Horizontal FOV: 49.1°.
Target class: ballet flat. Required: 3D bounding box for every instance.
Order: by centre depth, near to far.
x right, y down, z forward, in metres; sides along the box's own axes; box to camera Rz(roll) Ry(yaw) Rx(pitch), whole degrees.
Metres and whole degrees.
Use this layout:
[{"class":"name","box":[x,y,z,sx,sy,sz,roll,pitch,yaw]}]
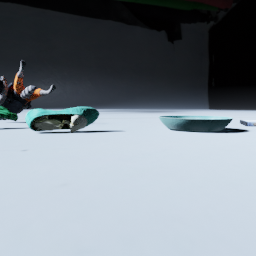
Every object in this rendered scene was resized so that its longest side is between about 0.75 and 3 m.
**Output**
[{"class":"ballet flat","box":[-1.463,-0.132,6.408,1.682,0.566,0.592,-2,40,-15]}]

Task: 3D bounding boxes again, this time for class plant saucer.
[{"class":"plant saucer","box":[1.674,-0.124,7.036,1.822,0.327,1.822,1,5,0]}]

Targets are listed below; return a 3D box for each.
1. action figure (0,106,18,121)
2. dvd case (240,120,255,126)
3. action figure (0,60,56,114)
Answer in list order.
[{"class":"action figure","box":[-3.690,-0.392,7.403,1.487,0.407,0.878,9,23,-18]},{"class":"dvd case","box":[4.386,-0.146,8.576,1.665,0.146,1.188,1,5,13]},{"class":"action figure","box":[-4.114,-1.263,9.768,2.339,1.265,2.418,-35,-43,24]}]
